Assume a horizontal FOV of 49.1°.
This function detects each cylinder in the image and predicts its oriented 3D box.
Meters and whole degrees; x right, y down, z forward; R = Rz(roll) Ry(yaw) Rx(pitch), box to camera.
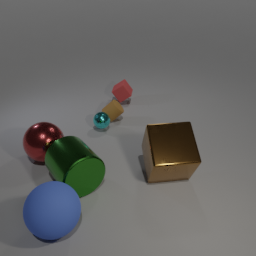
[{"bbox_3d":[-1.623,1.149,8.541,1.400,1.400,1.400,-20,36,-30],"label":"cylinder"},{"bbox_3d":[-0.654,-0.755,12.134,0.700,0.700,0.700,-38,26,17],"label":"cylinder"}]

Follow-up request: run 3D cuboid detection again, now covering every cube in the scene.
[{"bbox_3d":[1.271,0.775,8.723,1.400,1.400,1.400,-4,60,-7],"label":"cube"},{"bbox_3d":[-0.271,-1.798,13.557,0.700,0.700,0.700,-28,26,24],"label":"cube"}]

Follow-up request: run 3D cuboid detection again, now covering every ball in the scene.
[{"bbox_3d":[-1.883,2.042,7.000,1.400,1.400,1.400,0,31,0],"label":"ball"},{"bbox_3d":[-2.903,0.483,9.703,1.400,1.400,1.400,0,31,0],"label":"ball"},{"bbox_3d":[-1.076,-0.315,11.466,0.700,0.700,0.700,0,31,0],"label":"ball"}]
